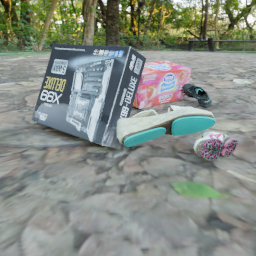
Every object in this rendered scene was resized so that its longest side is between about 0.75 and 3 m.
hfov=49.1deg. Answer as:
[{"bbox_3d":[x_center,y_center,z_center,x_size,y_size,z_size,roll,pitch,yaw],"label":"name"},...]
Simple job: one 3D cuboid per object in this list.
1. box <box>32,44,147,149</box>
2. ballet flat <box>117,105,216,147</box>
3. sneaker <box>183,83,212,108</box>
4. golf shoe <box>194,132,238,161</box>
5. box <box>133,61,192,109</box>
[{"bbox_3d":[-1.124,-0.924,7.163,2.870,2.263,0.714,16,-1,38],"label":"box"},{"bbox_3d":[0.788,-0.173,5.941,2.142,0.722,0.668,-11,57,-7],"label":"ballet flat"},{"bbox_3d":[2.591,-1.376,10.539,0.565,0.594,1.498,-37,45,-6],"label":"sneaker"},{"bbox_3d":[1.750,0.351,5.974,1.372,0.498,0.632,2,22,-45],"label":"golf shoe"},{"bbox_3d":[1.037,-1.772,10.971,2.788,1.331,1.390,-15,33,-39],"label":"box"}]
